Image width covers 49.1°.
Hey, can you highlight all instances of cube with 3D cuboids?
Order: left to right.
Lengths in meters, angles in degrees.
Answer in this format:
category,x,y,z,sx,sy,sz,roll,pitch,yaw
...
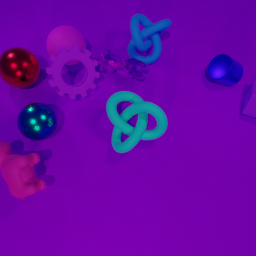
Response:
category,x,y,z,sx,sy,sz,roll,pitch,yaw
cube,3.883,-0.800,8.193,0.752,0.752,0.752,19,49,11

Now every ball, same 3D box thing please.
category,x,y,z,sx,sy,sz,roll,pitch,yaw
ball,-3.348,-1.855,8.627,1.244,1.244,1.244,0,66,0
ball,-2.563,-0.181,7.948,1.093,1.093,1.093,0,66,0
ball,-1.968,-2.631,8.969,1.237,1.237,1.237,0,66,0

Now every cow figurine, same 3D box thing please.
category,x,y,z,sx,sy,sz,roll,pitch,yaw
cow figurine,-3.053,1.116,7.332,1.594,0.889,1.620,-16,89,21
cow figurine,-0.212,-1.953,8.741,1.327,1.348,0.740,23,85,-21

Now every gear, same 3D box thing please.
category,x,y,z,sx,sy,sz,roll,pitch,yaw
gear,-1.605,-1.631,8.256,1.526,1.526,0.282,-32,31,-13

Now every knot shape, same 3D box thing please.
category,x,y,z,sx,sy,sz,roll,pitch,yaw
knot shape,0.084,-0.297,7.851,1.775,0.820,1.661,-30,77,13
knot shape,0.596,-2.756,8.930,1.664,1.557,0.769,-18,48,-37

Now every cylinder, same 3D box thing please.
category,x,y,z,sx,sy,sz,roll,pitch,yaw
cylinder,3.003,-1.774,8.616,0.796,0.796,0.796,11,57,-43
